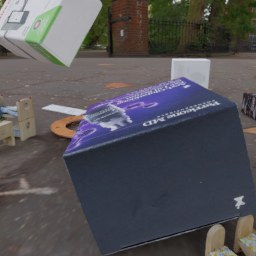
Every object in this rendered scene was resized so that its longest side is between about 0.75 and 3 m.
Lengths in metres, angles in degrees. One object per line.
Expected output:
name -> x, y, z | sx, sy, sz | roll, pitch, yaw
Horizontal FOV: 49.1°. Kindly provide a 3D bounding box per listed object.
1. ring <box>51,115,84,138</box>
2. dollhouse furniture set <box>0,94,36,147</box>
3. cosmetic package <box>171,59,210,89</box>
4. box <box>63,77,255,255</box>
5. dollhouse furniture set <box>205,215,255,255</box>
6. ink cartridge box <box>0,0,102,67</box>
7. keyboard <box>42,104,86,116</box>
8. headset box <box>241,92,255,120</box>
ring -> -1.099, -0.027, 8.377 | 2.345, 0.225, 2.345 | -1, 17, 0
dollhouse furniture set -> -3.382, -0.169, 7.290 | 1.113, 1.107, 1.579 | 6, 18, 19
cosmetic package -> 3.035, -2.533, 13.905 | 1.719, 1.713, 1.057 | 1, 18, 0
box -> 0.392, 0.285, 4.425 | 2.044, 1.441, 2.762 | -17, 16, 2
dollhouse furniture set -> 1.821, 1.259, 2.933 | 1.462, 0.951, 1.343 | -9, 19, -28
ink cartridge box -> -2.145, -2.703, 7.013 | 2.492, 1.813, 1.047 | 20, -9, 37
keyboard -> -2.429, -0.688, 10.690 | 1.995, 0.106, 0.561 | 11, 20, 33
headset box -> 5.038, -0.647, 9.374 | 1.560, 0.787, 2.099 | -1, 17, -5
